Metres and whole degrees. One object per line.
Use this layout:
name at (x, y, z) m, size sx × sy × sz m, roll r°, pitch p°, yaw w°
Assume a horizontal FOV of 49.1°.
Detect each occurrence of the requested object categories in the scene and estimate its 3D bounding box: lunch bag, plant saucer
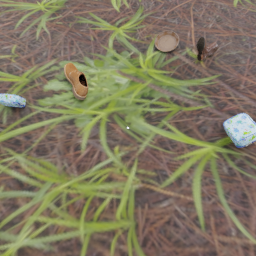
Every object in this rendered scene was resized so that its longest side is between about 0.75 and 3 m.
lunch bag at (3.204, 0.054, 7.844) m, size 0.774 × 0.397 × 0.963 m, roll -29°, pitch 37°, yaw 9°
plant saucer at (1.549, -3.418, 11.148) m, size 0.960 × 0.176 × 0.960 m, roll -4°, pitch 71°, yaw 11°
lunch bag at (-3.712, -0.864, 8.957) m, size 0.772 × 0.621 × 0.318 m, roll 6°, pitch 83°, yaw 5°

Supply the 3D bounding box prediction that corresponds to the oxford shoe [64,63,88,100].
oxford shoe at (-1.702, -1.738, 9.558) m, size 0.609 × 0.608 × 1.707 m, roll 1°, pitch 46°, yaw -40°

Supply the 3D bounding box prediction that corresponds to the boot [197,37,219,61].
boot at (3.019, -3.078, 10.432) m, size 1.036 × 0.966 × 0.333 m, roll -29°, pitch 50°, yaw -26°
